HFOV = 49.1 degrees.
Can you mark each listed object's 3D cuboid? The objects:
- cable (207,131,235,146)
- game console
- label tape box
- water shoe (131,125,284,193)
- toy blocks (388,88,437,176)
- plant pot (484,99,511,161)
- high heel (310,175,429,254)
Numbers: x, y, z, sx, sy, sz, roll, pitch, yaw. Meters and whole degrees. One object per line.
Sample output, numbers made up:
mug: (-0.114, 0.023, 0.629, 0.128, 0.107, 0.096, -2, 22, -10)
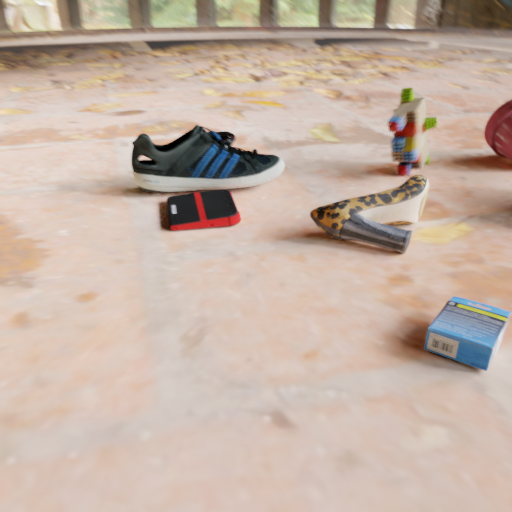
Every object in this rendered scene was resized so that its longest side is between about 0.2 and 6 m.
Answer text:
cable: (-1.082, -3.067, 14.727, 0.929, 0.289, 1.139, -20, 34, -33)
game console: (-1.017, -0.868, 10.629, 1.311, 0.230, 1.483, -10, 28, -7)
label tape box: (2.654, 0.927, 6.989, 0.767, 0.354, 1.071, 17, 27, 29)
water shoe: (-0.946, -2.068, 11.609, 3.227, 1.274, 1.154, -7, 21, -14)
toy blocks: (3.359, -2.540, 12.325, 0.940, 1.881, 1.286, 5, 41, 30)
plant pot: (6.296, -2.737, 13.004, 1.495, 1.495, 1.338, -4, 43, -8)
high heel: (2.110, -1.035, 10.102, 1.754, 0.879, 2.461, 17, 41, 18)
